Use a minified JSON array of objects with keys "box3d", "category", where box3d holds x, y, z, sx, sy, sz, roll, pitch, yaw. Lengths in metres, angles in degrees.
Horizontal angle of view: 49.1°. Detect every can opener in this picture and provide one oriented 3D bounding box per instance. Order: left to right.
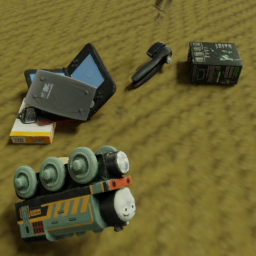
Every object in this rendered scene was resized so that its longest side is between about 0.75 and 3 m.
[{"box3d":[0.854,-2.237,10.175,0.887,0.715,2.257,26,64,29],"category":"can opener"}]

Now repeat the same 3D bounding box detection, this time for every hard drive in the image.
[{"box3d":[-1.953,-0.919,8.218,1.814,0.384,1.224,16,71,-5],"category":"hard drive"}]

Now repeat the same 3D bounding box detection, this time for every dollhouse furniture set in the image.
[{"box3d":[0.926,-4.171,9.309,0.585,1.052,0.931,43,21,29],"category":"dollhouse furniture set"}]

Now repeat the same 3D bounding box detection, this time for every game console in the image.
[{"box3d":[-1.857,-1.510,8.741,1.463,2.124,2.465,20,34,-49],"category":"game console"}]

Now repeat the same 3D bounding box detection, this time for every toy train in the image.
[{"box3d":[-1.115,1.330,5.509,2.808,1.197,1.600,-19,80,27],"category":"toy train"}]

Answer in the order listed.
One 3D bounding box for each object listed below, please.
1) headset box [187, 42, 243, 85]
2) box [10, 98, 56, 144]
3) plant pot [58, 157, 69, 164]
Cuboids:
[{"box3d":[3.154,-2.389,10.219,1.826,0.847,1.590,2,45,4],"category":"headset box"},{"box3d":[-2.761,-0.330,8.576,1.126,0.392,1.891,1,44,-2],"category":"box"},{"box3d":[-1.596,1.029,6.998,0.767,0.767,0.515,31,50,26],"category":"plant pot"}]
